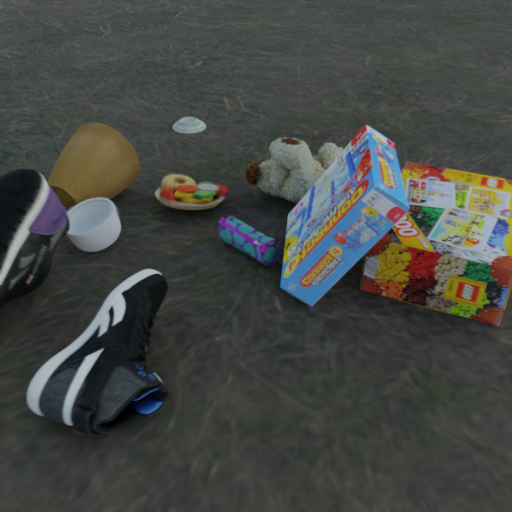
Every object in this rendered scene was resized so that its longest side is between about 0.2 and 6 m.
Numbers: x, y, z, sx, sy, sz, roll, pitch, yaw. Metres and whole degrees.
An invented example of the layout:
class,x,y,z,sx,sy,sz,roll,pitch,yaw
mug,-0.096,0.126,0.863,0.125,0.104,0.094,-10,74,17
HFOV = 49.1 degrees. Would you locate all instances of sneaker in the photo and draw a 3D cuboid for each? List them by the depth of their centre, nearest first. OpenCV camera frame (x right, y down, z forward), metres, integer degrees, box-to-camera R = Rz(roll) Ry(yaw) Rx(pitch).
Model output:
class,x,y,z,sx,sy,sz,roll,pitch,yaw
sneaker,-1.681,1.404,7.926,1.533,1.001,2.741,19,47,20
sneaker,-4.099,0.381,9.140,1.317,1.523,3.477,13,62,23

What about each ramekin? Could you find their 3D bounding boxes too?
class,x,y,z,sx,sy,sz,roll,pitch,yaw
ramekin,-3.134,-0.570,10.804,1.069,0.561,1.069,-9,45,10

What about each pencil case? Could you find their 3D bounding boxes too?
class,x,y,z,sx,sy,sz,roll,pitch,yaw
pencil case,-0.138,-0.301,10.585,1.271,0.588,0.541,29,82,37

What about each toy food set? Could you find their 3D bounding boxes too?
class,x,y,z,sx,sy,sz,roll,pitch,yaw
toy food set,-1.399,-1.370,12.070,1.525,0.375,1.541,7,23,6

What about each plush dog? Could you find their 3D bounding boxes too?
class,x,y,z,sx,sy,sz,roll,pitch,yaw
plush dog,0.771,-1.688,12.139,2.062,1.654,1.771,-4,13,-39

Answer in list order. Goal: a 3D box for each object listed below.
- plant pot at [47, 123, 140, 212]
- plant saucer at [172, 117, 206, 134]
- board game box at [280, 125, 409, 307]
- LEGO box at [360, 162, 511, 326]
class,x,y,z,sx,sy,sz,roll,pitch,yaw
plant pot,-3.600,-1.653,11.865,1.626,1.626,1.745,13,48,17
plant saucer,-1.892,-3.711,15.771,0.941,0.236,0.941,0,35,0
board game box,1.436,-0.739,9.661,0.678,2.425,2.374,32,32,-14
LEGO box,3.442,-0.383,10.148,2.309,1.197,3.101,14,37,19
